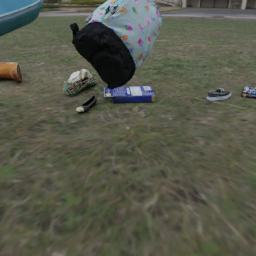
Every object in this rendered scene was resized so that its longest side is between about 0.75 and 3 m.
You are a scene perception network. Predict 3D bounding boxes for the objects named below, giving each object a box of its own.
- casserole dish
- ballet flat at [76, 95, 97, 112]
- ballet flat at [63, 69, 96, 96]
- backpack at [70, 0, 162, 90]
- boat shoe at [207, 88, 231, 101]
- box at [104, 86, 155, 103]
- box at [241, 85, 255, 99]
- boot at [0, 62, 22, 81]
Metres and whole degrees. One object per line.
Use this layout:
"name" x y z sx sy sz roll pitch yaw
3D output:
"casserole dish" -2.863 -2.972 5.981 0.554 1.730 2.855 -19 24 33
"ballet flat" -1.357 -0.777 9.091 0.358 0.306 1.076 11 29 20
"ballet flat" -1.797 -1.837 10.707 0.666 0.740 1.964 12 29 22
"backpack" -0.087 -1.555 4.637 0.942 1.242 1.489 -3 48 38
"boat shoe" 3.254 -1.221 9.891 1.058 0.375 0.381 -15 31 -28
"box" 0.021 -1.208 9.962 1.730 0.280 1.048 -1 26 -4
"box" 4.615 -1.296 10.238 0.811 0.203 0.817 13 30 24
"boot" -5.305 -2.268 11.682 1.549 0.738 2.003 -14 23 -21
